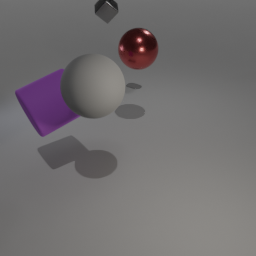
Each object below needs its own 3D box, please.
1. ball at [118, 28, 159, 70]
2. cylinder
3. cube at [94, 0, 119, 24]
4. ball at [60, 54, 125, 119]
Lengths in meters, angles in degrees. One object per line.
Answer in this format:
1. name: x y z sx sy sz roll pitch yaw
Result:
1. ball: 0.354 -2.726 9.689 1.400 1.400 1.400 0 29 0
2. cylinder: -2.067 -0.689 7.601 1.400 1.400 1.400 -32 40 -20
3. cube: -0.882 -4.867 11.415 0.700 0.700 0.700 28 40 -36
4. ball: -0.761 -0.904 6.119 1.400 1.400 1.400 0 29 0
